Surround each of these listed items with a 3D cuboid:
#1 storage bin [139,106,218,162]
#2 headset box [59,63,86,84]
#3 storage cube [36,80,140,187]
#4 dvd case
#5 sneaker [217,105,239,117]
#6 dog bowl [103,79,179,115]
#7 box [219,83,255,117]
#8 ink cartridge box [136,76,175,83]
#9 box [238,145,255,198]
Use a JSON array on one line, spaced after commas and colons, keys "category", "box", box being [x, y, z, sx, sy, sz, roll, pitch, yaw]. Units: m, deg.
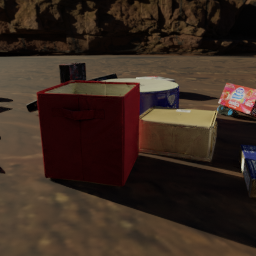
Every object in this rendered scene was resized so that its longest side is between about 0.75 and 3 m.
[{"category": "storage bin", "box": [1.168, 0.025, 6.405, 1.601, 0.750, 1.590, 6, 18, 20]}, {"category": "headset box", "box": [-2.735, -2.552, 13.806, 0.621, 1.230, 1.655, 6, 19, 22]}, {"category": "storage cube", "box": [-0.617, -0.001, 5.141, 1.464, 1.540, 1.713, 4, 19, 11]}, {"category": "dvd case", "box": [-1.820, -1.228, 9.573, 1.997, 0.329, 2.658, -17, 8, 35]}, {"category": "sneaker", "box": [3.196, -0.514, 9.010, 0.334, 0.299, 0.816, 16, 13, -22]}, {"category": "dog bowl", "box": [0.186, -0.808, 8.507, 2.709, 1.067, 2.709, 0, 17, 0]}, {"category": "box", "box": [3.726, -0.857, 8.841, 0.795, 0.761, 1.594, 17, 11, -21]}, {"category": "ink cartridge box", "box": [1.255, -1.952, 12.851, 1.145, 0.650, 1.571, -10, 20, -30]}, {"category": "box", "box": [3.173, 0.774, 4.546, 2.436, 0.395, 1.476, 3, 18, 15]}]
